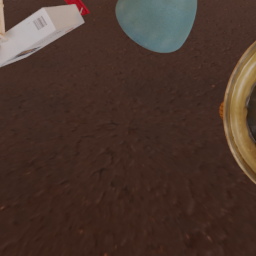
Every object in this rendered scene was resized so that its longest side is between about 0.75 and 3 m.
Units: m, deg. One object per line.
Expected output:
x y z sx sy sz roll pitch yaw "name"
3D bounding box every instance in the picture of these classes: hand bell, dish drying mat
1.302 -0.155 2.844 1.212 1.212 2.328 4 3 5 "hand bell"
-1.925 -4.449 9.847 0.538 1.401 0.128 1 75 23 "dish drying mat"

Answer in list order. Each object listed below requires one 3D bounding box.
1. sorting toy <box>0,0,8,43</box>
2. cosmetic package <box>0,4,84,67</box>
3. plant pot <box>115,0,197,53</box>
-3.221 -2.455 5.782 1.286 1.429 0.763 -4 1 30 "sorting toy"
-2.471 -2.371 7.280 2.297 0.593 1.732 -21 21 24 "cosmetic package"
1.007 -3.538 7.839 2.330 1.569 2.330 10 62 -20 "plant pot"
